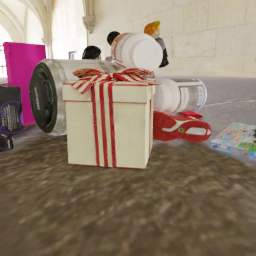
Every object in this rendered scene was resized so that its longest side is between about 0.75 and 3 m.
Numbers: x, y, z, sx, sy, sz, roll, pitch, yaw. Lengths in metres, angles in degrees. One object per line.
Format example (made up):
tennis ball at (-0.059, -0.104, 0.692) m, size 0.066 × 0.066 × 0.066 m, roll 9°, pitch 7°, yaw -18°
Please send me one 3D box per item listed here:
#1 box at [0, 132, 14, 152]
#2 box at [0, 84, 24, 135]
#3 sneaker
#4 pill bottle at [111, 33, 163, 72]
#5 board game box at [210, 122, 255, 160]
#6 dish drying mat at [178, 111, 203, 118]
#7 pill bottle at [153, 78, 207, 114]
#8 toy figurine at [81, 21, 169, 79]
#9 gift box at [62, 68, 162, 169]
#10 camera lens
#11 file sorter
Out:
box at (-4.136, 0.428, 6.901) m, size 1.489 × 0.376 × 2.083 m, roll 13°, pitch 17°, yaw 42°
box at (-4.537, -0.480, 8.298) m, size 2.406 × 1.471 × 1.276 m, roll -12°, pitch 18°, yaw -43°
sneaker at (1.286, -0.038, 8.372) m, size 2.167 × 0.849 × 1.252 m, roll 14°, pitch 6°, yaw 4°
pill bottle at (0.233, -2.108, 7.869) m, size 1.077 × 1.077 × 1.920 m, roll -4°, pitch 20°, yaw -16°
board game box at (2.899, 0.287, 6.896) m, size 1.031 × 0.249 × 1.363 m, roll -34°, pitch 25°, yaw -25°
dish drying mat at (2.534, -0.639, 11.894) m, size 0.632 × 0.150 × 1.645 m, roll -2°, pitch 13°, yaw -11°
pill bottle at (1.567, -1.072, 9.319) m, size 2.020 × 1.149 × 1.149 m, roll -8°, pitch 16°, yaw -37°
toy figurine at (-0.022, -2.804, 10.950) m, size 2.888 × 2.009 × 2.843 m, roll 0°, pitch 39°, yaw 34°
gift box at (-0.272, -0.315, 6.376) m, size 2.031 × 2.055 × 2.201 m, roll 1°, pitch 12°, yaw 5°
camera lens at (-1.466, -0.997, 8.784) m, size 2.827 × 2.261 × 2.261 m, roll -8°, pitch 16°, yaw -36°
file sorter at (-4.231, -1.630, 10.410) m, size 1.764 × 2.813 × 1.955 m, roll 2°, pitch 13°, yaw 23°
